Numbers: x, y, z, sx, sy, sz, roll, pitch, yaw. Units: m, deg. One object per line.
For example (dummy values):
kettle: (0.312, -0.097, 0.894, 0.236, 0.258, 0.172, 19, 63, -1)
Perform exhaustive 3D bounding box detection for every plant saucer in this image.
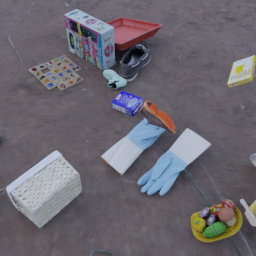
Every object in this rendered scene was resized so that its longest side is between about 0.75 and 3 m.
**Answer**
plant saucer: (-0.314, -4.664, 13.887, 2.914, 0.536, 2.920, 27, 47, 37)

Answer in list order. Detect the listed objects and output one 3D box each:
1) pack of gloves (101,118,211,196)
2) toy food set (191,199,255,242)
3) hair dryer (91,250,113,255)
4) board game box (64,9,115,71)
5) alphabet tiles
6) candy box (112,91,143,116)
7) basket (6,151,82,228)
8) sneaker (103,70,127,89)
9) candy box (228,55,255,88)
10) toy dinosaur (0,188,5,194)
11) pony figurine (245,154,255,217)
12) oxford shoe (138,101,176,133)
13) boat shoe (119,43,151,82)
pack of gloves: (0.923, 0.857, 9.244, 2.333, 0.548, 2.777, 38, 65, 26)
toy food set: (2.331, 2.266, 7.216, 1.661, 0.543, 0.978, -26, 31, 17)
hair dryer: (-0.344, 3.718, 6.365, 1.941, 0.527, 1.478, 25, 50, 21)
board game box: (-1.723, -4.021, 12.780, 2.526, 1.864, 0.812, 34, 55, 28)
alphabet tiles: (-3.067, -2.447, 12.522, 1.896, 0.086, 2.269, -31, 54, -27)
candy box: (-0.027, -0.963, 10.907, 0.961, 0.370, 0.813, 24, 53, 20)
basket: (-2.236, 1.712, 7.827, 1.072, 1.178, 1.737, 33, 55, 25)
sneaker: (-0.732, -2.066, 11.820, 1.216, 0.447, 0.717, 32, 40, 24)
candy box: (3.624, -1.807, 8.881, 0.711, 0.184, 1.391, -12, 33, 39)
toy dinosaur: (-4.519, 2.169, 7.639, 2.168, 0.930, 1.469, 1, 53, -15)
pony figurine: (4.119, 1.486, 7.521, 2.077, 2.408, 2.494, 28, 71, 27)
oxford shoe: (0.982, -0.273, 9.252, 1.449, 0.528, 0.517, 41, 34, -9)
boat shoe: (0.392, -3.239, 12.735, 0.989, 0.843, 2.957, 15, 48, 14)
